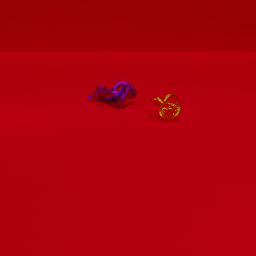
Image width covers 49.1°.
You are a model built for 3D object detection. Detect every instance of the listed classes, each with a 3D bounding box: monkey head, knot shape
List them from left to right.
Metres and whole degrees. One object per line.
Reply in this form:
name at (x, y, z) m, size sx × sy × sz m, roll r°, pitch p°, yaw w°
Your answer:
monkey head at (-1.234, -1.534, 11.872) m, size 1.043 × 0.751 × 0.629 m, roll -24°, pitch -12°, yaw 20°
knot shape at (-0.289, -1.396, 11.111) m, size 1.591 × 0.735 × 1.489 m, roll 4°, pitch 28°, yaw 43°
knot shape at (1.320, -0.644, 9.053) m, size 1.136 × 0.525 × 1.063 m, roll 5°, pitch 41°, yaw -21°
